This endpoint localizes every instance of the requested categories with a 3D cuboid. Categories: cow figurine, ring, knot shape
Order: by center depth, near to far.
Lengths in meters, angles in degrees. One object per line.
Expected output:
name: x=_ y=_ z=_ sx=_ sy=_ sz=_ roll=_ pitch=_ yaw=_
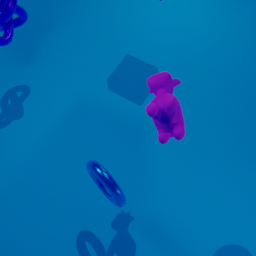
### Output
cow figurine: x=0.658 y=-0.374 z=4.778 sx=0.610 sy=1.094 sz=1.112 roll=-16 pitch=106 yaw=20
ring: x=-0.441 y=1.098 z=5.543 sx=0.224 sy=1.122 sz=1.122 roll=-38 pitch=69 yaw=-19
knot shape: x=-3.264 y=-2.831 z=7.277 sx=0.732 sy=1.585 sz=1.483 roll=24 pitch=63 yaw=-7
